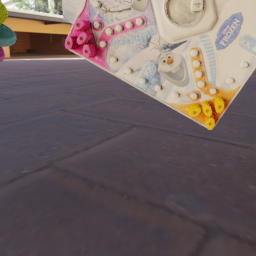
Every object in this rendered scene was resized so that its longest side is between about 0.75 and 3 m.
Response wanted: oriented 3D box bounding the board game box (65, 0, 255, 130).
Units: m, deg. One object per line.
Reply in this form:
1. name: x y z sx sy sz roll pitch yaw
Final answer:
1. board game box: 0.774 -1.678 3.865 2.687 2.687 0.348 29 20 -1

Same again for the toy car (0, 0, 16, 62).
1. toy car: -3.373 -2.002 6.183 1.907 1.430 1.669 -22 46 4

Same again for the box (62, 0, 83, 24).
1. box: -1.143 -3.343 7.053 0.850 1.366 0.666 31 46 25
